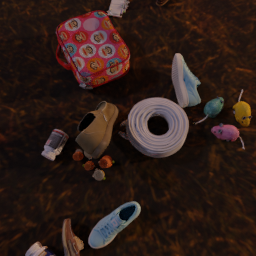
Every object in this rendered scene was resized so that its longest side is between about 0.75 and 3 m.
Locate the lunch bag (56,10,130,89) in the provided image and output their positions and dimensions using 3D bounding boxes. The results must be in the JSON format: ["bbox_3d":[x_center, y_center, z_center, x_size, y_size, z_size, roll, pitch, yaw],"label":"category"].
[{"bbox_3d":[-1.463,-2.930,10.561,2.470,1.149,2.805,-24,70,-9],"label":"lunch bag"}]

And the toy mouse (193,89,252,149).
[{"bbox_3d":[3.379,-0.360,9.914,2.103,0.458,2.366,-4,68,-2],"label":"toy mouse"}]

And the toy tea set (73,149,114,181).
[{"bbox_3d":[-1.156,1.083,9.426,1.405,0.520,0.836,36,102,10],"label":"toy tea set"}]

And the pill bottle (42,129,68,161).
[{"bbox_3d":[-2.482,0.571,9.490,0.561,0.561,0.969,23,70,9],"label":"pill bottle"}]

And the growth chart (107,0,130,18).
[{"bbox_3d":[-0.420,-5.213,12.045,0.834,0.102,1.153,16,69,6],"label":"growth chart"}]

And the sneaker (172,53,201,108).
[{"bbox_3d":[2.183,-1.769,10.381,0.876,0.790,2.137,-4,76,-11],"label":"sneaker"}]

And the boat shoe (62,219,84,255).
[{"bbox_3d":[-1.620,3.537,8.333,0.595,0.628,1.657,-7,72,-13],"label":"boat shoe"}]

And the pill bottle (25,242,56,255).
[{"bbox_3d":[-2.419,3.870,8.147,1.074,0.622,0.622,36,73,14],"label":"pill bottle"}]

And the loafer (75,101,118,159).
[{"bbox_3d":[-0.977,-0.181,8.843,0.926,2.745,1.044,35,113,-18],"label":"loafer"}]

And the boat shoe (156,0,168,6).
[{"bbox_3d":[1.748,-5.909,12.104,0.522,0.522,1.484,32,71,12],"label":"boat shoe"}]

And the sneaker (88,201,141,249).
[{"bbox_3d":[-0.435,2.846,8.448,1.914,0.784,0.707,-40,70,-16],"label":"sneaker"}]

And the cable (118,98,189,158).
[{"bbox_3d":[1.004,-0.067,9.641,2.147,0.743,2.147,41,74,15],"label":"cable"}]
